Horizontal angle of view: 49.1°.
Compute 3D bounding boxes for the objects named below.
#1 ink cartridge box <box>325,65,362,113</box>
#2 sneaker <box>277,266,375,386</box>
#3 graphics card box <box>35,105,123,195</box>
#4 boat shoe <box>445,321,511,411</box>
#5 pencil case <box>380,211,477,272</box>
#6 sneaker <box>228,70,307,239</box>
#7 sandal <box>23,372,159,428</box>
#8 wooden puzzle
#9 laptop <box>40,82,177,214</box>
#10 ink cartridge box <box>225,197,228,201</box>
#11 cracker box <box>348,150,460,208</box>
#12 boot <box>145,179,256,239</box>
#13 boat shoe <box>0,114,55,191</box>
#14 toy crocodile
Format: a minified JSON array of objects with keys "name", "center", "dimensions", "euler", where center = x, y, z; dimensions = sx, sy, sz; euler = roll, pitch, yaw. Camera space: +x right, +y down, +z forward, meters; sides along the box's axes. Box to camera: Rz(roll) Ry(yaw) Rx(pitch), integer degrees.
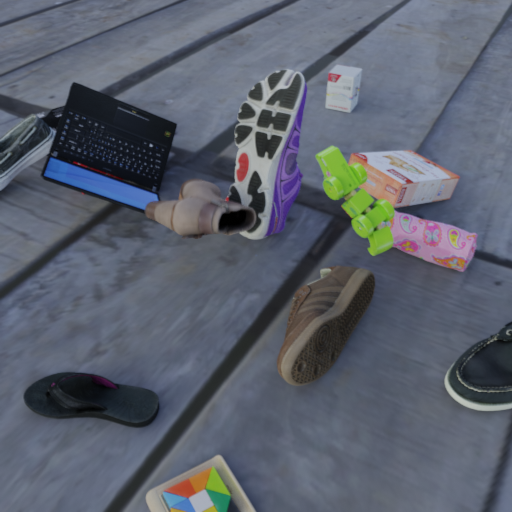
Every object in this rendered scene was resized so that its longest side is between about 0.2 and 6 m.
[{"name":"ink cartridge box","center":[2.529,-4.841,16.231],"dimensions":[0.784,1.078,0.780],"euler":[17,41,18]},{"name":"sneaker","center":[1.009,1.128,9.675],"dimensions":[1.095,1.021,2.899],"euler":[11,34,35]},{"name":"graphics card box","center":[-4.207,-2.890,14.188],"dimensions":[2.022,0.820,3.223],"euler":[-28,50,-27]},{"name":"boat shoe","center":[4.601,1.422,9.020],"dimensions":[3.396,1.126,1.269],"euler":[-12,43,-13]},{"name":"pencil case","center":[3.382,-0.358,11.295],"dimensions":[1.981,0.866,0.866],"euler":[20,45,23]},{"name":"sneaker","center":[0.362,-2.032,11.453],"dimensions":[1.374,3.407,1.421],"euler":[26,21,36]},{"name":"sandal","center":[-2.558,2.121,8.690],"dimensions":[2.143,0.513,0.805],"euler":[5,41,6]},{"name":"wooden puzzle","center":[-0.747,3.350,7.512],"dimensions":[1.184,0.220,1.095],"euler":[-22,46,-23]},{"name":"laptop","center":[-3.060,-2.353,12.247],"dimensions":[2.582,1.505,2.914],"euler":[19,72,-22]},{"name":"ink cartridge box","center":[-0.265,-1.247,12.614],"dimensions":[0.641,0.371,1.103],"euler":[15,48,18]},{"name":"cracker box","center":[3.283,-1.777,12.598],"dimensions":[2.237,0.645,1.498],"euler":[-12,40,-39]},{"name":"boot","center":[-0.808,-0.858,10.621],"dimensions":[1.808,0.869,2.473],"euler":[11,23,29]},{"name":"boat shoe","center":[-5.950,-2.279,12.879],"dimensions":[2.754,0.977,0.993],"euler":[-42,49,-13]},{"name":"toy crocodile","center":[1.751,-0.974,9.891],"dimensions":[0.713,0.653,2.113],"euler":[-36,92,-18]}]
